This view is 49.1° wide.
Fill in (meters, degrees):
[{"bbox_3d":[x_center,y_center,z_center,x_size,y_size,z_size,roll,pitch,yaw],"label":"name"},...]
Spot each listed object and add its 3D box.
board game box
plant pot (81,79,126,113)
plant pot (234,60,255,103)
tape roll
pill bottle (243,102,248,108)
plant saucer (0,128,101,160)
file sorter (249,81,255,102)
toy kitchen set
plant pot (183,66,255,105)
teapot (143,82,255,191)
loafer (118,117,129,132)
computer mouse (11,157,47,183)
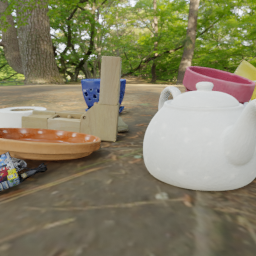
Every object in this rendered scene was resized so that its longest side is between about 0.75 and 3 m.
[{"bbox_3d":[-2.605,0.950,5.123,1.075,0.332,1.075,-19,29,-23],"label":"board game box"},{"bbox_3d":[-1.173,-1.606,14.439,2.015,1.812,2.015,1,11,9],"label":"plant pot"},{"bbox_3d":[6.811,-2.150,15.980,2.007,2.828,2.828,31,22,19],"label":"plant pot"},{"bbox_3d":[-4.300,-0.440,11.496,1.918,0.671,1.918,0,12,0],"label":"tape roll"},{"bbox_3d":[4.194,-0.650,11.434,1.111,1.111,2.034,-5,13,-24],"label":"pill bottle"},{"bbox_3d":[-2.162,0.374,7.123,2.913,0.470,2.913,5,5,0],"label":"plant saucer"},{"bbox_3d":[7.293,-1.489,14.081,2.796,1.741,1.940,-3,12,-17],"label":"file sorter"},{"bbox_3d":[-1.752,-1.101,9.658,2.956,2.667,2.412,4,10,0],"label":"toy kitchen set"},{"bbox_3d":[2.780,-0.820,9.324,2.220,1.987,2.220,10,22,-4],"label":"plant pot"},{"bbox_3d":[1.543,-0.003,6.035,2.679,1.957,2.644,4,12,25],"label":"teapot"},{"bbox_3d":[-0.420,-0.176,10.611,0.556,0.501,1.469,-5,12,-25],"label":"loafer"},{"bbox_3d":[-2.446,0.862,6.013,1.327,0.291,0.728,11,24,28],"label":"computer mouse"}]
